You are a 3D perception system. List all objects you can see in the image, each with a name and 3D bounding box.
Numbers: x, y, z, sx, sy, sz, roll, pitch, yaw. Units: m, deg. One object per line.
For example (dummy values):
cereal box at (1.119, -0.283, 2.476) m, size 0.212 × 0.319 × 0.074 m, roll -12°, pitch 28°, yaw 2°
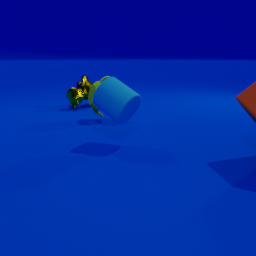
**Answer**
cow figurine at (-1.541, -1.233, 10.196) m, size 1.403 × 1.381 × 0.770 m, roll 16°, pitch -38°, yaw -32°
teapot at (-0.765, -0.877, 8.115) m, size 0.653 × 1.334 × 0.829 m, roll 6°, pitch 26°, yaw -27°
cylinder at (-0.226, -0.566, 5.768) m, size 0.721 × 0.721 × 0.721 m, roll 38°, pitch 30°, yaw 19°
cube at (2.678, -0.303, 4.603) m, size 1.062 × 1.062 × 1.062 m, roll -40°, pitch 23°, yaw 17°
